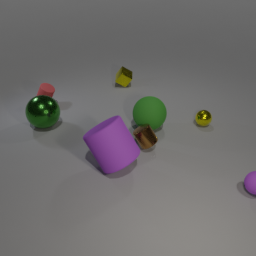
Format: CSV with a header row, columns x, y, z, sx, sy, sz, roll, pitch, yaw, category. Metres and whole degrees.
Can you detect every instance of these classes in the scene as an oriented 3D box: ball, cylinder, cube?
x,y,z,sx,sy,sz,roll,pitch,yaw,category
-3.528,-0.672,11.638,1.400,1.400,1.400,0,31,0,ball
3.219,-0.425,11.928,0.700,0.700,0.700,0,31,0,ball
-0.527,0.525,9.138,1.400,1.400,1.400,-29,12,7,cylinder
0.642,0.304,10.301,0.700,0.700,0.700,-29,16,10,cylinder
3.791,1.614,8.229,0.700,0.700,0.700,0,31,0,ball
-0.225,-2.836,15.513,0.700,0.700,0.700,24,45,-24,cube
0.888,-0.606,11.518,1.400,1.400,1.400,0,31,0,ball
-3.901,-1.656,13.277,0.700,0.700,0.700,22,36,-17,cylinder
